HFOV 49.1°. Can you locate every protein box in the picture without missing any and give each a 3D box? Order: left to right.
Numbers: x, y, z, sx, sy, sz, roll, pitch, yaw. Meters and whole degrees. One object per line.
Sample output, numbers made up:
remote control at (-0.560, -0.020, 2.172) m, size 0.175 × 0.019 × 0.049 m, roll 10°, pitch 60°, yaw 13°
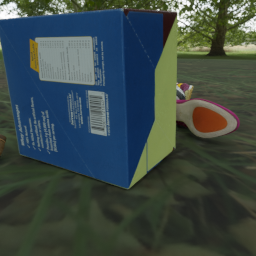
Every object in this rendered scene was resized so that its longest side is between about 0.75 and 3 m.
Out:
protein box at (-0.658, -0.705, 5.164) m, size 2.617 × 2.598 × 1.766 m, roll 10°, pitch 23°, yaw 32°

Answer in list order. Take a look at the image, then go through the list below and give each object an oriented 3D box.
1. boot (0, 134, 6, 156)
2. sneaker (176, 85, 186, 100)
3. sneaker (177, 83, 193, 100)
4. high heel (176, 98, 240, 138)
boot at (-2.989, 0.283, 5.181) m, size 1.297 × 0.489 × 0.477 m, roll 12°, pitch -25°, yaw -21°
sneaker at (0.674, -1.035, 8.537) m, size 2.148 × 0.792 × 0.859 m, roll 20°, pitch 58°, yaw 16°
sneaker at (1.577, -1.217, 9.851) m, size 1.071 × 0.891 × 2.378 m, roll 14°, pitch 8°, yaw 0°
high heel at (1.807, -0.360, 7.028) m, size 1.271 × 0.891 × 2.644 m, roll -7°, pitch 17°, yaw -36°
